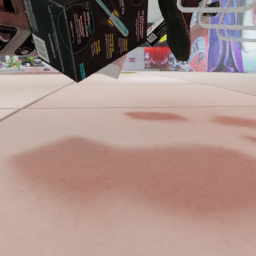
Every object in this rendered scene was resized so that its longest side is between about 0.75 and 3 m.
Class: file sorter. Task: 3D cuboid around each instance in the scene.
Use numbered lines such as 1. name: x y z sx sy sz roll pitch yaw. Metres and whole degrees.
1. file sorter: 1.588 -2.562 4.292 2.645 1.647 1.835 15 9 -38

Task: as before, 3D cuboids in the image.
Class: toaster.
1. toaster: -3.375 -3.232 7.544 1.421 2.395 2.166 -22 -4 34

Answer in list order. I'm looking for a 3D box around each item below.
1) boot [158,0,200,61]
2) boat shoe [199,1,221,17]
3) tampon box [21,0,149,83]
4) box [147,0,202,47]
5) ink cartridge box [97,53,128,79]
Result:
1. boot: 1.763 -3.162 8.205 0.799 2.063 1.427 18 48 43
2. boat shoe: 2.942 -4.220 9.999 0.458 0.487 1.356 3 14 -6
3. tampon box: -0.918 -2.749 6.925 1.640 1.947 2.598 34 56 27
4. box: 1.764 -4.325 10.654 2.687 0.467 1.479 -39 19 25
5. ink cartridge box: -0.625 -2.911 11.188 1.038 1.410 1.020 18 -20 0
